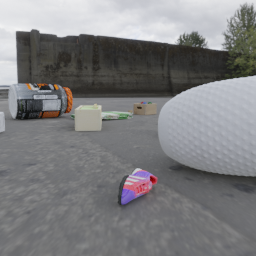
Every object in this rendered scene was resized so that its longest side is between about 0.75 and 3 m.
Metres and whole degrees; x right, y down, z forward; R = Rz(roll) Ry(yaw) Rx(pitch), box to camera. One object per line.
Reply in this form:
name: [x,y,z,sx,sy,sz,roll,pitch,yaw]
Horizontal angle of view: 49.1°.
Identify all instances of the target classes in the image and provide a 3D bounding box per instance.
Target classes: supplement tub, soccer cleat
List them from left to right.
supplement tub: [-4.599,-1.429,14.865,2.992,1.833,1.833,-6,10,-35]
soccer cleat: [0.144,0.835,4.025,0.370,0.345,1.011,12,11,17]

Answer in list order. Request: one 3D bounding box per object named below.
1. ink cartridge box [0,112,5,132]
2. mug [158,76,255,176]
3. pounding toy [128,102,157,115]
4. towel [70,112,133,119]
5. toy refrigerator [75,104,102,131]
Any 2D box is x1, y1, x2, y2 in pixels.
ink cartridge box: [-5.087,-0.108,9.254,1.268,0.736,1.752,0,8,1]
mug: [1.817,0.082,5.345,2.021,1.702,2.306,-2,-18,31]
pounding toy: [0.671,-1.227,17.301,1.673,0.765,1.470,-7,11,-43]
towel: [-1.343,-0.620,14.696,2.678,0.313,2.042,-7,11,-37]
toy refrigerator: [-1.580,-0.497,11.511,0.975,0.899,2.568,-1,7,-4]
